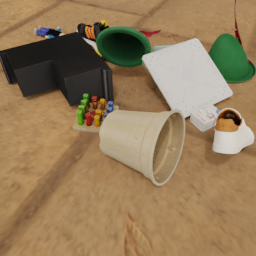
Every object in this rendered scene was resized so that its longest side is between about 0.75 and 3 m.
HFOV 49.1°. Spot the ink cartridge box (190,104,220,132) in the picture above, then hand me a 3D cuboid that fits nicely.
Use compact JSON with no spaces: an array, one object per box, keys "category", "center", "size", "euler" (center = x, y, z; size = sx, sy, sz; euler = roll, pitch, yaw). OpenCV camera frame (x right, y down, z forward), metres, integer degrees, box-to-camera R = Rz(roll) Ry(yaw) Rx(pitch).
[{"category":"ink cartridge box","center":[2.429,-0.320,8.632],"size":[0.848,0.359,0.613],"euler":[-26,50,-22]}]

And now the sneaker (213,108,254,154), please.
[{"category":"sneaker","center":[2.806,-0.045,7.294],"size":[0.866,1.007,2.379],"euler":[4,10,27]}]

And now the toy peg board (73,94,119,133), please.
[{"category":"toy peg board","center":[-0.988,-0.497,8.644],"size":[1.221,0.600,1.226],"euler":[6,45,6]}]

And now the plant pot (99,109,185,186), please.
[{"category":"plant pot","center":[0.292,0.289,7.148],"size":[1.728,1.888,1.888],"euler":[15,45,29]}]

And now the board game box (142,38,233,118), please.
[{"category":"board game box","center":[1.954,-1.660,9.285],"size":[2.396,0.310,2.396],"euler":[-24,78,-22]}]

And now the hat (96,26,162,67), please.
[{"category":"hat","center":[0.022,-3.344,9.612],"size":[1.820,2.197,1.934],"euler":[0,65,17]}]

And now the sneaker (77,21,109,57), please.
[{"category":"sneaker","center":[-1.197,-3.948,11.541],"size":[0.933,1.201,2.668],"euler":[-12,46,-37]}]

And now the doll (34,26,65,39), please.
[{"category":"doll","center":[-3.456,-4.302,12.685],"size":[1.537,0.372,1.048],"euler":[21,49,21]}]

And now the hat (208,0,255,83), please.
[{"category":"hat","center":[3.790,-3.281,10.298],"size":[2.115,2.248,2.554],"euler":[-16,47,-16]}]

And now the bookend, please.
[{"category":"bookend","center":[-2.398,-1.710,9.346],"size":[2.894,1.342,2.913],"euler":[-22,49,-20]}]

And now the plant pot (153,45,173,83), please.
[{"category":"plant pot","center":[1.412,-2.498,10.356],"size":[1.159,1.163,1.184],"euler":[-7,39,-7]}]
